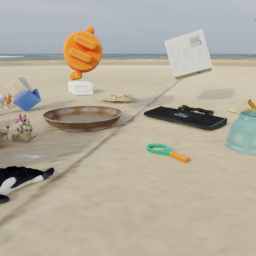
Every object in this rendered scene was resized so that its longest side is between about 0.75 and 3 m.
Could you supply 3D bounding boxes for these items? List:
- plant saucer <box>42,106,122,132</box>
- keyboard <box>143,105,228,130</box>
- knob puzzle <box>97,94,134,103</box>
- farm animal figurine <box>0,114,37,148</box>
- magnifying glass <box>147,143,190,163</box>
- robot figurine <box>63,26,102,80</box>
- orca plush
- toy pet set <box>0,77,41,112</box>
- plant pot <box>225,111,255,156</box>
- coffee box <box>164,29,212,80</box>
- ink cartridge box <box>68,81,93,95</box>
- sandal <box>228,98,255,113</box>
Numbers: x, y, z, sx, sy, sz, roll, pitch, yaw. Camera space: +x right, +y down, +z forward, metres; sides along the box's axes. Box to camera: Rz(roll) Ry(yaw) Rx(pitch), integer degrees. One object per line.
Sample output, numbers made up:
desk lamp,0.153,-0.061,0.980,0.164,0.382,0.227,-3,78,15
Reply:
plant saucer,-1.437,-0.316,9.009,2.515,0.403,2.515,1,16,0
keyboard,2.026,-0.411,9.597,1.781,0.289,2.803,-21,26,-38
knob puzzle,-0.598,-1.358,13.045,1.867,0.259,1.867,0,16,0
farm animal figurine,-3.016,0.127,7.248,1.155,0.581,0.933,-11,38,-46
magnifying glass,0.901,0.549,6.367,0.489,0.138,1.229,-10,19,-34
robot figurine,-1.412,-2.286,8.653,1.172,1.446,2.010,-18,10,-7
orca plush,-2.063,0.785,4.611,1.676,0.596,0.882,-8,17,-27
toy pet set,-4.508,-0.977,10.991,2.045,1.163,2.190,-34,10,7
plant pot,3.055,0.064,6.767,1.272,0.852,1.272,1,15,0
coffee box,2.429,-2.826,11.103,1.475,1.472,1.458,-14,1,17
ink cartridge box,-2.592,-2.226,15.543,1.054,0.611,1.809,-7,17,-24
sandal,4.601,-0.802,10.409,0.649,0.582,1.769,-13,20,-39
